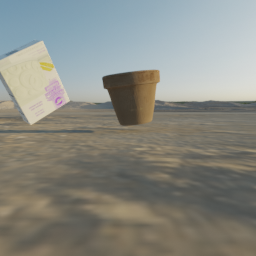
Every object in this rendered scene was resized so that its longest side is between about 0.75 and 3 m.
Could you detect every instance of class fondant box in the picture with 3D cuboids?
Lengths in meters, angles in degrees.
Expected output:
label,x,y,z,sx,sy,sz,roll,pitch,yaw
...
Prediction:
label,x,y,z,sx,sy,sz,roll,pitch,yaw
fondant box,-3.186,-1.526,9.377,1.666,2.309,0.673,-37,38,-26

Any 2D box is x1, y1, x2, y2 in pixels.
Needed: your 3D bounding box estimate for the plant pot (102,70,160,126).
label,x,y,z,sx,sy,sz,roll,pitch,yaw
plant pot,0.141,-0.713,6.751,1.405,1.225,1.405,-8,6,1
